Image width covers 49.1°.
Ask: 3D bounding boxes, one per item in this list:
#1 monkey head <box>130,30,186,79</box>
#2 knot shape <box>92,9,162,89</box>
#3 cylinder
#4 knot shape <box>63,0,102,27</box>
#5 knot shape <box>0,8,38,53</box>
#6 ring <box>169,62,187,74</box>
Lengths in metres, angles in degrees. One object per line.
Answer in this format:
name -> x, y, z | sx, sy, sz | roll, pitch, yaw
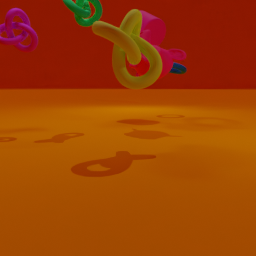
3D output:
monkey head -> 0.710, -2.103, 8.223 | 1.833, 1.319, 1.105 | -16, -23, 39
knot shape -> 0.046, -1.701, 5.625 | 0.745, 1.613, 1.509 | -21, 38, 32
cylinder -> 0.715, -3.933, 11.187 | 1.174, 1.174, 1.174 | -6, 37, -33
knot shape -> -1.344, -3.631, 8.121 | 0.657, 1.423, 1.331 | 6, 31, 24
knot shape -> -2.970, -2.651, 7.510 | 1.128, 1.056, 0.521 | 10, 0, -23
ring -> 2.007, -2.683, 12.530 | 1.255, 0.251, 1.255 | 14, 0, 0
